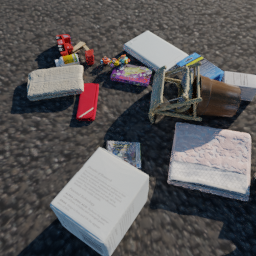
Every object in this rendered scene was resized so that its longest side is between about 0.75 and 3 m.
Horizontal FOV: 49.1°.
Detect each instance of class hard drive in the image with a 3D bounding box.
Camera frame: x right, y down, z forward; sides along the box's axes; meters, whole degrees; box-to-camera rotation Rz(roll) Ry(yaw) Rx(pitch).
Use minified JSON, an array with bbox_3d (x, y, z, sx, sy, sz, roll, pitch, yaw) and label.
[{"bbox_3d":[1.350,-3.716,13.774,1.806,0.360,2.738,-37,62,-24],"label":"hard drive"}]

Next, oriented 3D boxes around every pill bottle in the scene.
[{"bbox_3d":[-2.864,-3.094,13.167,1.050,0.583,0.583,-17,55,-12],"label":"pill bottle"}]

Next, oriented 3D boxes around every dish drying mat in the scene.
[{"bbox_3d":[-1.713,-1.159,11.977,0.788,0.187,2.052,1,54,2],"label":"dish drying mat"}]

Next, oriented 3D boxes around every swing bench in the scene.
[{"bbox_3d":[1.886,-1.415,11.241,2.098,1.361,2.087,-1,53,14],"label":"swing bench"}]

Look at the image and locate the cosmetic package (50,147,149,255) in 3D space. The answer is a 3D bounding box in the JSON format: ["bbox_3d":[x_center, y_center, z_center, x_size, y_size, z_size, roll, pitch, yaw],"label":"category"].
[{"bbox_3d":[-0.729,2.232,8.409,1.861,1.859,2.255,28,58,19],"label":"cosmetic package"}]

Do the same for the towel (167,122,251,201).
[{"bbox_3d":[2.975,1.059,10.149,2.834,0.457,2.707,11,54,8],"label":"towel"}]

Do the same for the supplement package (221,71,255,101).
[{"bbox_3d":[4.735,-1.795,12.039,1.381,0.837,0.827,9,55,6],"label":"supplement package"}]

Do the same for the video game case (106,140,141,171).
[{"bbox_3d":[-0.174,1.008,10.262,1.296,0.165,1.171,4,54,-7],"label":"video game case"}]

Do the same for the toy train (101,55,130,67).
[{"bbox_3d":[-0.603,-3.280,13.285,1.327,0.369,0.997,-15,36,-13],"label":"toy train"}]

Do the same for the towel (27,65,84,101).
[{"bbox_3d":[-3.207,-2.010,12.443,2.502,0.431,1.658,-7,55,-2],"label":"towel"}]

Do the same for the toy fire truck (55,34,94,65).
[{"bbox_3d":[-2.622,-3.896,13.790,1.566,0.541,2.220,-14,53,-11],"label":"toy fire truck"}]

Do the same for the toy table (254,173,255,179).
[{"bbox_3d":[5.363,1.472,8.969,1.448,2.273,2.473,35,44,4],"label":"toy table"}]

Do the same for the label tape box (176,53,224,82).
[{"bbox_3d":[3.221,-2.557,12.781,1.295,0.598,1.808,-31,56,-21],"label":"label tape box"}]

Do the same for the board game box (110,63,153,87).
[{"bbox_3d":[0.173,-2.477,12.934,1.766,0.285,1.060,11,58,8],"label":"board game box"}]

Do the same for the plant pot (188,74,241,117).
[{"bbox_3d":[3.448,-1.200,11.197,1.673,1.690,1.690,9,54,-2],"label":"plant pot"}]
